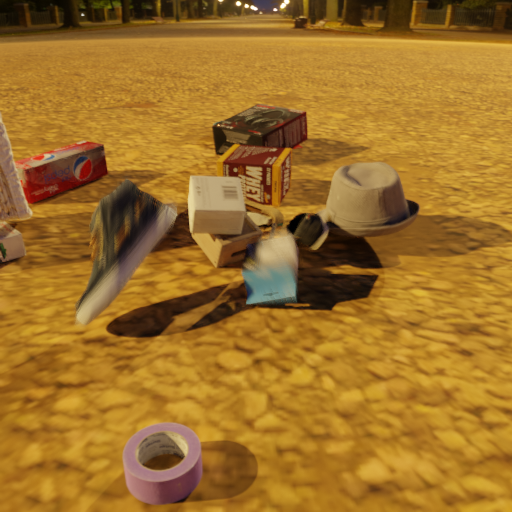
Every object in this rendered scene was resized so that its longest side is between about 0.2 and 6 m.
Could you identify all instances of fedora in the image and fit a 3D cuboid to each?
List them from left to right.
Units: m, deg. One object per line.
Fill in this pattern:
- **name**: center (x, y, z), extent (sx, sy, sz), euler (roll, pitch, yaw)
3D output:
- **fedora**: center (2.125, -1.227, 11.109), extent (2.086, 1.065, 2.359), euler (-10, 22, -1)

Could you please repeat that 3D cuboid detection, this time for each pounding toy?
- **pounding toy**: center (-0.236, -0.235, 10.424), extent (1.317, 0.686, 1.499), euler (-18, 54, -32)

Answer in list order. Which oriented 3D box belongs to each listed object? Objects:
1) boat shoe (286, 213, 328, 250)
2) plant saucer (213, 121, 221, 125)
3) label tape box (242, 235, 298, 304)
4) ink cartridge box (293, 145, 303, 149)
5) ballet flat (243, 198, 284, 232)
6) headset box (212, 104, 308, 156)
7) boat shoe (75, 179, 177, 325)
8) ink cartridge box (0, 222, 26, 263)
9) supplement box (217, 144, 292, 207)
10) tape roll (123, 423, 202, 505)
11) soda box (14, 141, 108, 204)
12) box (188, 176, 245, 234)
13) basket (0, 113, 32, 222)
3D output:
- **boat shoe**: center (0.891, -0.564, 10.587), extent (0.557, 0.650, 1.776), euler (30, 7, -9)
- **plant saucer**: center (-0.545, -4.141, 18.405), extent (1.755, 0.315, 1.755), euler (1, 26, -1)
- **label tape box**: center (0.229, 0.205, 9.150), extent (0.838, 0.368, 1.162), euler (-12, 36, 16)
- **ink cartridge box**: center (0.859, -3.480, 17.254), extent (0.945, 0.206, 0.820), euler (-11, 28, -18)
- **ballet flat**: center (-0.374, -0.924, 11.498), extent (1.925, 0.661, 0.607), euler (12, 15, 12)
- **headset box**: center (0.221, -3.659, 16.497), extent (1.845, 0.958, 2.480), euler (21, 42, 34)
- **boat shoe**: center (-2.280, -0.099, 8.650), extent (1.053, 0.821, 2.320), euler (36, 61, -6)
- **ink cartridge box**: center (-5.038, -0.174, 10.424), extent (1.164, 0.491, 0.850), euler (-24, 35, -38)
- **supplement box**: center (-0.008, -1.950, 13.375), extent (1.483, 0.985, 1.463), euler (7, 28, 13)
- **tape roll**: center (-0.986, 2.187, 5.944), extent (0.817, 0.347, 0.817), euler (-1, 26, 0)
- **soda box**: center (-4.861, -2.106, 13.800), extent (0.788, 0.870, 2.485), euler (17, 31, 29)
- **box**: center (-0.721, -0.904, 9.986), extent (0.921, 0.602, 0.916), euler (0, 48, -12)
- **basket**: center (-5.533, -1.627, 10.678), extent (1.856, 2.308, 2.287), euler (-17, 10, -21)
